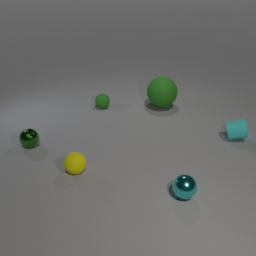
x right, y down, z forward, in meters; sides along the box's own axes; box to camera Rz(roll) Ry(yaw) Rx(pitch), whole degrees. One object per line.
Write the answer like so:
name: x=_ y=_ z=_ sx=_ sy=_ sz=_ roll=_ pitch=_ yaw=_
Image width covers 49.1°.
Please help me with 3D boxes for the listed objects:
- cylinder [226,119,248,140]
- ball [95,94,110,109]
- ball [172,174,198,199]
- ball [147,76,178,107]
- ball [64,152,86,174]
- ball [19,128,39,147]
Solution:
cylinder: x=4.120 y=0.058 z=10.598 sx=0.700 sy=0.700 sz=0.700 roll=-10 pitch=26 yaw=20
ball: x=-1.199 y=-1.263 z=13.159 sx=0.700 sy=0.700 sz=0.700 roll=0 pitch=30 yaw=0
ball: x=1.615 y=1.665 z=7.954 sx=0.700 sy=0.700 sz=0.700 roll=0 pitch=30 yaw=0
ball: x=1.573 y=-1.663 z=12.896 sx=1.400 sy=1.400 sz=1.400 roll=0 pitch=30 yaw=0
ball: x=-1.701 y=1.125 z=8.997 sx=0.700 sy=0.700 sz=0.700 roll=0 pitch=30 yaw=0
ball: x=-3.635 y=0.367 z=10.309 sx=0.700 sy=0.700 sz=0.700 roll=0 pitch=30 yaw=0
